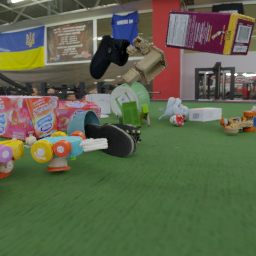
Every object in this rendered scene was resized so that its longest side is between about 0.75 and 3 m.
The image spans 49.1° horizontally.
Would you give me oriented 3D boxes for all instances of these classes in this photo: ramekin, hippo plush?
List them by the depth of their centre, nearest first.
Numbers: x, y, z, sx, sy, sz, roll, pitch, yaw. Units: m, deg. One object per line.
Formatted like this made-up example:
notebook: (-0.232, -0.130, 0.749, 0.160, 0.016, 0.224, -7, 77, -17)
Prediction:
hippo plush: (2.607, -1.024, 14.948, 1.526, 1.216, 1.227, -3, 8, -25)
ramekin: (0.024, -1.436, 15.147, 2.085, 2.085, 1.018, 4, 16, 30)

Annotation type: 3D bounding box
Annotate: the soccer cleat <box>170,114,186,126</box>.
soccer cleat: (2.203, -0.349, 12.743, 0.679, 0.547, 1.594, -9, 2, 21)

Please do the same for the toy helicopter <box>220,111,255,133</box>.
toy helicopter: (3.967, -0.152, 10.474, 1.283, 0.765, 1.939, 8, 18, 33)

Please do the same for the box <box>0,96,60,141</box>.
box: (-3.892, -0.434, 9.882, 2.894, 1.382, 1.443, 6, 9, 36)

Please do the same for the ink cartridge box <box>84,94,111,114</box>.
ink cartridge box: (-1.958, -1.518, 17.957, 1.285, 1.279, 1.769, -2, 3, -21)

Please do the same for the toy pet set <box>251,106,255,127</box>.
toy pet set: (5.864, -0.243, 12.094, 1.417, 0.806, 1.518, 34, -1, -20)

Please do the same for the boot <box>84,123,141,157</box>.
boot: (-0.101, 0.235, 7.582, 1.510, 0.721, 1.999, -1, 10, -41)

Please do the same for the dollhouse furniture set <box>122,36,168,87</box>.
dollhouse furniture set: (0.398, -2.818, 12.774, 1.824, 2.062, 1.147, 44, -9, 34)

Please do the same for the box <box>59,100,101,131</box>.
box: (-2.225, -0.548, 11.632, 1.989, 0.949, 0.991, -5, 26, -33)

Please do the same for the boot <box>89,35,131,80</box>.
boot: (-0.950, -3.488, 14.440, 0.960, 2.513, 2.111, 12, 17, -38)

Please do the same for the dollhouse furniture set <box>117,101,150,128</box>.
dollhouse furniture set: (0.238, -0.279, 12.424, 1.412, 1.091, 2.825, -7, -11, 0)

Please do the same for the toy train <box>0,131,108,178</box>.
toy train: (-1.752, 0.642, 4.708, 2.677, 0.745, 2.011, -8, 12, -29)

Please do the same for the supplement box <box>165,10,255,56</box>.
supplement box: (2.858, -3.366, 9.946, 2.532, 1.306, 1.657, 22, 25, 37)

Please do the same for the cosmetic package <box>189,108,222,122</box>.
cosmetic package: (4.134, -0.725, 14.891, 1.775, 0.632, 0.900, -6, 10, -43)

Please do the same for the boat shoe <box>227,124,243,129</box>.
boat shoe: (4.552, -0.138, 11.742, 1.030, 0.311, 0.381, 2, 8, 15)

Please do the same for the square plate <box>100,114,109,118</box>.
square plate: (-1.812, -0.711, 16.626, 1.025, 0.146, 1.016, 5, 9, 34)

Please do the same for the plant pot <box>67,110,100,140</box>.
plant pot: (-1.288, 0.070, 7.864, 0.705, 1.046, 1.046, -8, 5, 19)
